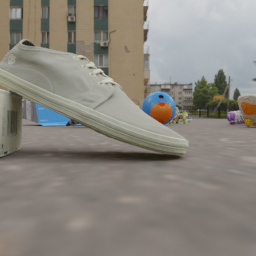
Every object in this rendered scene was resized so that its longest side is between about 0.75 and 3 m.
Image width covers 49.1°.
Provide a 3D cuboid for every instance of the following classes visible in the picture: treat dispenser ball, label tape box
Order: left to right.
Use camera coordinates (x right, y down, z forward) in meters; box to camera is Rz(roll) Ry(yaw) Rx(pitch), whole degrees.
[{"bbox_3d":[-2.790,-0.644,10.831,1.892,0.830,2.623,-3,8,-35],"label":"label tape box"},{"bbox_3d":[1.147,-0.712,10.448,1.262,1.262,1.262,0,2,0],"label":"treat dispenser ball"}]

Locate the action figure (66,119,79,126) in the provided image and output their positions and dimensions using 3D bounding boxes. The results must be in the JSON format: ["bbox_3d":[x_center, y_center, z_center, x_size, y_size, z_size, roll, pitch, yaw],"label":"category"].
[{"bbox_3d":[-0.734,-0.379,8.690,2.351,1.271,2.430,10,-18,34],"label":"action figure"}]

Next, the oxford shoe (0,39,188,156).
[{"bbox_3d":[-0.336,-0.290,2.351,1.863,0.538,0.700,26,-3,18],"label":"oxford shoe"}]

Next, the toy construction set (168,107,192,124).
[{"bbox_3d":[2.190,-0.487,12.739,1.018,0.715,1.552,2,-8,34],"label":"toy construction set"}]

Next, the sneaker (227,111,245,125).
[{"bbox_3d":[4.510,-0.423,10.773,1.209,0.769,2.121,-4,-7,3],"label":"sneaker"}]

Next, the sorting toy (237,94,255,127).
[{"bbox_3d":[4.405,-0.610,8.409,1.593,0.945,1.770,-11,-5,38],"label":"sorting toy"}]

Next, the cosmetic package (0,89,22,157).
[{"bbox_3d":[-1.693,-0.043,2.256,1.465,0.536,0.759,1,1,-8],"label":"cosmetic package"}]
